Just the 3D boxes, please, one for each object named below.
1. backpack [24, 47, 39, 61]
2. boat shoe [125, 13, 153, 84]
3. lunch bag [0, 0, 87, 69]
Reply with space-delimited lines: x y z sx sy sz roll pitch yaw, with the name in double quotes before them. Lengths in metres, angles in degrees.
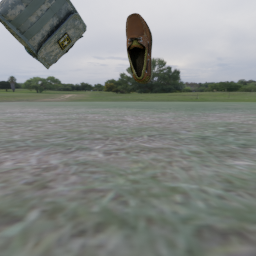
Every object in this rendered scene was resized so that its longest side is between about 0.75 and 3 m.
"backpack" -3.126 -2.936 9.973 1.382 1.128 1.063 21 -51 -38
"boat shoe" 0.429 -3.101 10.619 1.001 2.782 0.946 -12 -2 17
"lunch bag" -2.340 -2.945 7.899 1.280 1.785 2.177 35 -9 48
